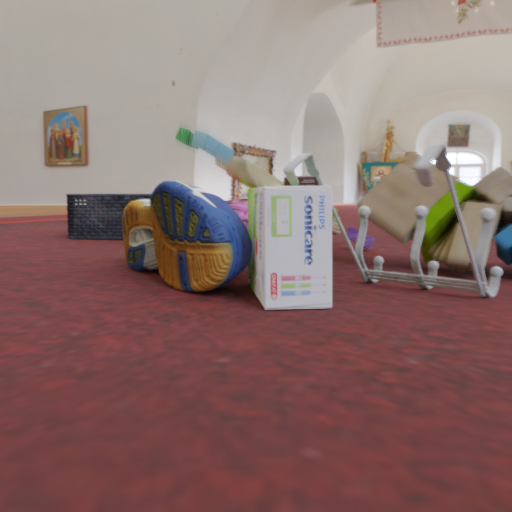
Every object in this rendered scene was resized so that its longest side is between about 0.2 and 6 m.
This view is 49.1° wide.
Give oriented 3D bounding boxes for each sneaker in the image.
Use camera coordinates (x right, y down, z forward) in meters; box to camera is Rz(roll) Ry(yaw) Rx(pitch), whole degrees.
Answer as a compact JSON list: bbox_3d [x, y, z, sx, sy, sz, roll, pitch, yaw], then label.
[{"bbox_3d":[-0.632,-0.316,6.909,1.410,1.204,3.199,-4,8,-26],"label":"sneaker"}]

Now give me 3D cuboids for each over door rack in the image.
[{"bbox_3d":[1.474,-0.399,5.628,1.530,0.690,2.071,5,-32,42],"label":"over door rack"}]

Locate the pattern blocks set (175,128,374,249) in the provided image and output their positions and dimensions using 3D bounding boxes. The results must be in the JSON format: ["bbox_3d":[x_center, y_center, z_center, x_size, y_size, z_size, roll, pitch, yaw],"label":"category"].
[{"bbox_3d":[0.361,-1.109,9.848,3.913,0.317,3.439,29,3,-18],"label":"pattern blocks set"}]

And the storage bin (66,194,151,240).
[{"bbox_3d":[-3.066,-0.922,12.880,2.202,1.032,1.488,0,7,11],"label":"storage bin"}]

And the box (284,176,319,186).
[{"bbox_3d":[0.630,-0.423,7.479,0.475,1.267,0.635,1,7,9],"label":"box"}]

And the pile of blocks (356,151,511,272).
[{"bbox_3d":[3.325,-0.209,7.275,3.925,1.611,1.220,14,-25,33],"label":"pile of blocks"}]

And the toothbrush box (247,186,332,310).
[{"bbox_3d":[0.295,-0.146,5.737,0.665,1.125,1.545,-1,7,-7],"label":"toothbrush box"}]

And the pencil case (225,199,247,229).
[{"bbox_3d":[-0.620,-0.568,9.864,1.075,1.028,2.484,-10,13,-43],"label":"pencil case"}]
